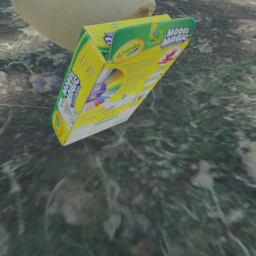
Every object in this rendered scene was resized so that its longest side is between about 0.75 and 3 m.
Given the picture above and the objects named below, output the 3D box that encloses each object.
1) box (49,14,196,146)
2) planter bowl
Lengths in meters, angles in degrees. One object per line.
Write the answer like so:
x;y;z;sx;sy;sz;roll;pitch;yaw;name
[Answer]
-0.209;-0.730;4.246;1.512;2.576;0.623;-23;76;-36;box
-0.545;-2.253;4.981;1.614;2.398;2.398;48;50;-1;planter bowl
